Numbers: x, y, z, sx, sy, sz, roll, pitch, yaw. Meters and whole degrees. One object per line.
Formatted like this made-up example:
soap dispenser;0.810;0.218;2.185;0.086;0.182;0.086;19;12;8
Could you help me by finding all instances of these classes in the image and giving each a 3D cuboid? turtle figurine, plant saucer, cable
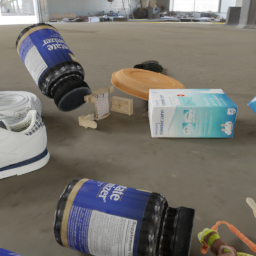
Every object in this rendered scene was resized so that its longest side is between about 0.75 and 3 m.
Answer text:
turtle figurine;1.233;1.883;3.167;1.936;0.773;2.401;-8;26;-17
plant saucer;0.857;-1.641;10.363;2.956;0.477;2.956;11;23;-5
cable;-3.704;-0.480;8.256;2.284;0.791;2.285;-1;24;1

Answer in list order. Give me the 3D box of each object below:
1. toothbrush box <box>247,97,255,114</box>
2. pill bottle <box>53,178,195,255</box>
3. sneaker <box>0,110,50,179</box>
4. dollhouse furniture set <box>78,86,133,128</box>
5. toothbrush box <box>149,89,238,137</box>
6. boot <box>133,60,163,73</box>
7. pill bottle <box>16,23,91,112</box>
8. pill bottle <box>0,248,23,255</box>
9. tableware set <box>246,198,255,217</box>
toothbrush box;3.947;-0.394;5.554;1.008;1.730;2.363;-41;2;-18
pill bottle;-0.020;1.365;3.998;1.833;1.025;1.025;8;26;15
sneaker;-3.110;0.504;5.667;2.980;1.200;1.139;-21;34;-35
dollhouse furniture set;-0.646;-0.661;8.516;0.770;0.902;1.740;14;29;32
toothbrush box;1.728;-0.466;8.027;2.213;0.944;1.620;0;25;2
boot;1.220;-3.215;14.360;1.705;0.590;1.484;11;28;27
pill bottle;-2.252;-1.836;8.640;1.460;1.460;2.611;-21;68;-38
pill bottle;-0.810;1.922;2.269;2.525;1.461;1.461;9;26;18
tableware set;3.020;1.702;4.154;2.377;0.276;1.986;-1;25;-2
